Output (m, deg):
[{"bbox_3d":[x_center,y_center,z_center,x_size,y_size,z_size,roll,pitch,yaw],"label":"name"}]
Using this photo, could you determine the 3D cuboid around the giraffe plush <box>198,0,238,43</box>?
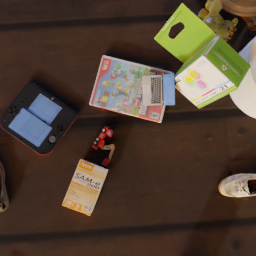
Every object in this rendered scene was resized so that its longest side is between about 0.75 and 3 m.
[{"bbox_3d":[2.857,-3.302,8.874,1.089,1.343,1.159,23,128,-18],"label":"giraffe plush"}]

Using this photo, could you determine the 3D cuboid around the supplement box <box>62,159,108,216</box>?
[{"bbox_3d":[-1.284,1.790,8.544,0.918,0.535,1.456,20,84,1],"label":"supplement box"}]

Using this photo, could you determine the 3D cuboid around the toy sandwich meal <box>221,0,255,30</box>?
[{"bbox_3d":[4.032,-4.631,9.119,2.867,0.982,2.867,-2,80,11],"label":"toy sandwich meal"}]

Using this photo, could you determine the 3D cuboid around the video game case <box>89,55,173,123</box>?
[{"bbox_3d":[0.119,-1.269,9.059,2.375,0.207,1.698,14,84,2],"label":"video game case"}]

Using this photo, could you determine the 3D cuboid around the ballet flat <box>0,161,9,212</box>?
[{"bbox_3d":[-4.099,1.680,8.617,0.615,0.423,1.827,-15,84,-2],"label":"ballet flat"}]

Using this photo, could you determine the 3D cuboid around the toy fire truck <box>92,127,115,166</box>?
[{"bbox_3d":[-0.700,0.576,8.825,0.752,0.260,1.066,33,83,3],"label":"toy fire truck"}]

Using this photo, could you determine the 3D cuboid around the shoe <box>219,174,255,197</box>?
[{"bbox_3d":[3.774,1.711,8.564,1.951,0.521,0.682,-9,84,-1],"label":"shoe"}]

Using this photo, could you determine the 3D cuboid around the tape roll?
[{"bbox_3d":[4.497,-1.622,8.296,2.612,1.794,2.612,0,84,0],"label":"tape roll"}]

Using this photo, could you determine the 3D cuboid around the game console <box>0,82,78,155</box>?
[{"bbox_3d":[-2.862,-0.289,8.903,1.986,0.308,1.757,34,85,3],"label":"game console"}]

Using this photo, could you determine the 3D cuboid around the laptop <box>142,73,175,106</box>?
[{"bbox_3d":[0.907,-1.151,8.493,1.015,0.588,0.950,-1,95,9],"label":"laptop"}]

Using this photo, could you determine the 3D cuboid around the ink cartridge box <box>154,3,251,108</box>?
[{"bbox_3d":[1.780,-1.870,7.803,2.431,1.797,0.921,39,67,-7],"label":"ink cartridge box"}]
